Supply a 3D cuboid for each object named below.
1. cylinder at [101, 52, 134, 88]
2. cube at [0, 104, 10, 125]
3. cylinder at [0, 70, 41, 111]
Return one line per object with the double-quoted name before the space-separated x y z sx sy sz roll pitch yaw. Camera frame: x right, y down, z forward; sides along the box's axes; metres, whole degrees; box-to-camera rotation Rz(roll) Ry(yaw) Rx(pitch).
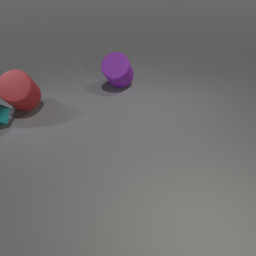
"cylinder" -0.508 -2.910 14.184 1.400 1.400 1.400 7 -9 12
"cube" -5.250 -0.531 11.121 0.700 0.700 0.700 -6 -16 23
"cylinder" -4.554 -1.552 11.822 1.400 1.400 1.400 -1 -11 -1
